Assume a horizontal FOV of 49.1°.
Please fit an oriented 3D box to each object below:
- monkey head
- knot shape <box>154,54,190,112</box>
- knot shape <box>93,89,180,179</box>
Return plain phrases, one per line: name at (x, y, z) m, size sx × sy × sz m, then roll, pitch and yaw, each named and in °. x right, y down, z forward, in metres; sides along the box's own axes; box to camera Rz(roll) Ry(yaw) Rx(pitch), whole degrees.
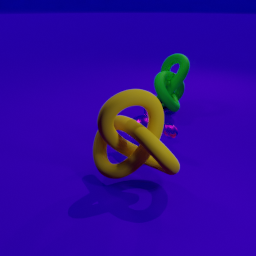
monkey head at (0.461, -0.076, 7.243) m, size 1.793 × 1.290 × 1.081 m, roll 8°, pitch -12°, yaw 17°
knot shape at (1.450, -1.529, 9.391) m, size 0.960 × 1.944 × 2.077 m, roll 14°, pitch 2°, yaw 10°
knot shape at (0.211, 0.340, 5.598) m, size 1.874 × 2.003 × 0.925 m, roll 34°, pitch 38°, yaw 5°
